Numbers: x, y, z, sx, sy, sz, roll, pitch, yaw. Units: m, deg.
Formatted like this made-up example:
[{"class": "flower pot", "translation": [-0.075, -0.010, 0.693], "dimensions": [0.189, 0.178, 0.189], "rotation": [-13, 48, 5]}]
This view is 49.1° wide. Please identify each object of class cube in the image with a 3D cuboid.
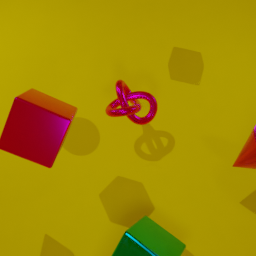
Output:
[{"class": "cube", "translation": [-1.566, -0.028, 5.011], "dimensions": [0.958, 0.958, 0.958], "rotation": [23, 104, -10]}, {"class": "cube", "translation": [0.364, 2.729, 5.834], "dimensions": [1.106, 1.106, 1.106], "rotation": [32, 104, 22]}]

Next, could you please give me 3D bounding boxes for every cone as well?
[{"class": "cone", "translation": [2.600, 0.601, 5.856], "dimensions": [1.091, 1.095, 1.091], "rotation": [16, 54, -24]}]

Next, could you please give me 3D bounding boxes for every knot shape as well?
[{"class": "knot shape", "translation": [-0.004, -0.592, 7.140], "dimensions": [1.358, 0.628, 1.271], "rotation": [43, 47, 14]}]
